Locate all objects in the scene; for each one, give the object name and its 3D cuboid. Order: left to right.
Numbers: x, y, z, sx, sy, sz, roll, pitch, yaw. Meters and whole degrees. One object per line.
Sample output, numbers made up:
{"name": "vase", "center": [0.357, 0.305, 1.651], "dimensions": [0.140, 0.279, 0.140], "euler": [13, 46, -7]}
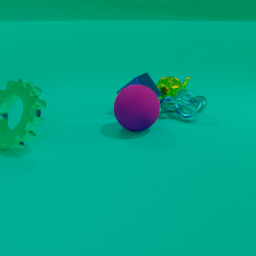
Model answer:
{"name": "gear", "center": [-2.800, -0.339, 6.950], "dimensions": [1.737, 1.737, 0.321], "euler": [15, -5, 31]}
{"name": "ball", "center": [0.243, -0.555, 7.890], "dimensions": [1.308, 1.308, 1.308], "euler": [0, 23, 0]}
{"name": "cube", "center": [0.387, -1.144, 9.285], "dimensions": [0.934, 0.934, 0.934], "euler": [-34, 2, 33]}
{"name": "teapot", "center": [1.590, -1.507, 10.450], "dimensions": [1.814, 0.888, 1.128], "euler": [-16, 44, -20]}
{"name": "knot shape", "center": [1.750, -0.775, 9.167], "dimensions": [1.459, 0.721, 1.559], "euler": [1, 23, 4]}
